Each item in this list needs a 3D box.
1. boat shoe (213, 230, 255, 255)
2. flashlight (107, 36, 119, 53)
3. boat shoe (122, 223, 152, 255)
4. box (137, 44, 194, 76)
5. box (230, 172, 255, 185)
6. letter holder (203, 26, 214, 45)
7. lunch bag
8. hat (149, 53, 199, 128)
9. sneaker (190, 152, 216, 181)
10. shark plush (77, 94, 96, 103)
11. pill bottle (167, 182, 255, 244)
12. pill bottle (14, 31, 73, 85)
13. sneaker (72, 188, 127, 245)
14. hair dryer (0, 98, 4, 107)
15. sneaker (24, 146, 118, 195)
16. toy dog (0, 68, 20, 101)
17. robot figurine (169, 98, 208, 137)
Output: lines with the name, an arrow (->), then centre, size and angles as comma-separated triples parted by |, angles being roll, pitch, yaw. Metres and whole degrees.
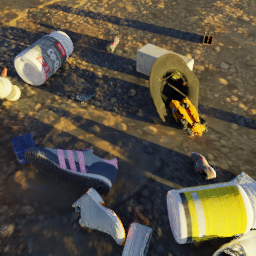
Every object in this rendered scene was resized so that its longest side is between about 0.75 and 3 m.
boat shoe -> 2.534, 3.235, 6.718 | 2.681, 0.936, 0.950 | -23, 49, -22
flashlight -> -0.811, -4.508, 15.048 | 0.387, 0.389, 1.144 | 12, 45, 14
boat shoe -> 0.233, 3.267, 6.861 | 0.711, 0.697, 1.998 | 5, 41, 11
box -> 1.631, -2.867, 12.831 | 2.447, 1.162, 0.951 | 30, 51, 25
box -> 3.472, 1.902, 8.598 | 1.101, 0.220, 0.754 | -28, 51, -25
letter holder -> 4.460, -5.138, 15.465 | 0.495, 0.699, 0.984 | 10, 45, 11
lunch bag -> -3.457, 0.757, 9.457 | 0.674, 0.657, 0.993 | -17, 40, -17
hat -> 1.559, -1.385, 11.094 | 2.913, 2.913, 1.175 | -42, 17, -35
sneaker -> 2.341, 1.254, 9.138 | 0.463, 0.435, 1.130 | -26, 49, -16
shark plush -> -1.752, -1.298, 11.796 | 0.794, 0.331, 0.361 | -6, 45, -6
pill bottle -> 2.358, 2.179, 7.434 | 2.421, 1.384, 1.384 | -7, 45, -3
pill bottle -> -3.787, -3.323, 12.992 | 1.555, 1.555, 2.730 | 16, 47, 16
sneaker -> -0.806, 2.562, 7.677 | 0.895, 0.737, 1.946 | -33, 45, -20
hair dryer -> -5.593, -0.284, 10.301 | 1.656, 0.591, 2.174 | 8, 55, -17
sneaker -> -1.748, 1.084, 8.900 | 2.975, 1.044, 1.220 | 20, 47, 8
toy dog -> -5.818, -1.841, 11.501 | 2.634, 1.737, 1.268 | 3, 87, -6
robot figurine -> 2.250, -0.359, 10.418 | 1.183, 0.475, 1.632 | -12, 65, -31
